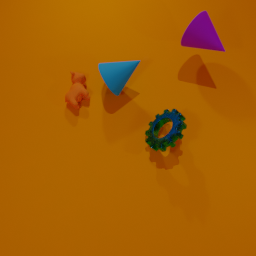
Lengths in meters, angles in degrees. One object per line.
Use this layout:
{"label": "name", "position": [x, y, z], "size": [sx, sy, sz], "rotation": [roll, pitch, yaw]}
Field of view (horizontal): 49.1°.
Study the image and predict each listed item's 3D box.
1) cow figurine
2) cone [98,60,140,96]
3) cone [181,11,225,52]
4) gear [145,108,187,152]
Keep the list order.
{"label": "cow figurine", "position": [-1.651, -1.223, 8.782], "size": [1.021, 0.570, 1.038], "rotation": [43, 78, 13]}
{"label": "cone", "position": [-0.110, -1.733, 8.425], "size": [1.130, 1.126, 1.126], "rotation": [-28, 68, 16]}
{"label": "cone", "position": [2.436, -2.641, 8.406], "size": [1.200, 1.196, 1.196], "rotation": [42, 74, 16]}
{"label": "gear", "position": [1.049, 0.051, 7.944], "size": [1.286, 0.238, 1.286], "rotation": [-31, 39, 29]}
